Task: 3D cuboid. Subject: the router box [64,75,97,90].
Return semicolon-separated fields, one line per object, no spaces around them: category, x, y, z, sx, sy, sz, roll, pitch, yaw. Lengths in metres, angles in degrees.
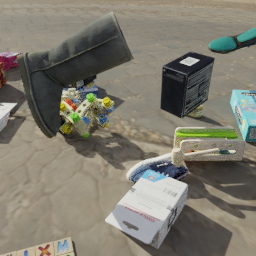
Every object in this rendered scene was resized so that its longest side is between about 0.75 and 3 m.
router box;-2.288;-2.223;12.373;1.185;0.394;1.507;16;35;24

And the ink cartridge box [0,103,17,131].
ink cartridge box;-5.182;-0.399;10.464;1.465;0.456;1.820;3;28;5

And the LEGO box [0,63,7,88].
LEGO box;-7.315;-2.171;12.633;2.745;1.059;2.044;2;32;3

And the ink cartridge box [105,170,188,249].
ink cartridge box;0.472;1.914;6.465;1.137;0.655;1.963;19;37;27

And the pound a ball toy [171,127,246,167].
pound a ball toy;2.227;0.695;8.127;2.188;0.930;1.427;-1;28;-2

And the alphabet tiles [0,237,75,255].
alphabet tiles;-2.050;3.083;5.140;2.285;0.086;1.910;-9;33;-15

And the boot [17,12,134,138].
boot;-1.106;-1.226;6.573;2.592;2.357;0.941;-18;-2;-1

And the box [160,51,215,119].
box;1.703;-1.280;8.197;0.884;1.423;1.435;28;46;35

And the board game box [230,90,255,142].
board game box;5.151;-0.478;10.284;2.154;0.670;2.853;4;32;7

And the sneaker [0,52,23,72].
sneaker;-6.773;-3.646;15.305;0.948;0.875;2.150;16;27;26

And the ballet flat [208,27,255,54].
ballet flat;3.614;-2.808;9.445;1.825;0.667;0.667;-18;32;6

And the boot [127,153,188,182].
boot;0.823;1.228;7.651;1.630;0.593;0.736;-20;44;-19

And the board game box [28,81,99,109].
board game box;-2.911;-1.680;12.375;2.911;0.502;1.970;-9;33;-14

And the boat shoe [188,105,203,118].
boat shoe;2.246;-0.857;11.081;1.528;0.481;0.557;25;40;35

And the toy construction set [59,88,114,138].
toy construction set;-1.928;-0.706;10.017;1.928;1.355;2.940;-41;38;-15
